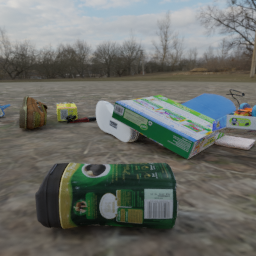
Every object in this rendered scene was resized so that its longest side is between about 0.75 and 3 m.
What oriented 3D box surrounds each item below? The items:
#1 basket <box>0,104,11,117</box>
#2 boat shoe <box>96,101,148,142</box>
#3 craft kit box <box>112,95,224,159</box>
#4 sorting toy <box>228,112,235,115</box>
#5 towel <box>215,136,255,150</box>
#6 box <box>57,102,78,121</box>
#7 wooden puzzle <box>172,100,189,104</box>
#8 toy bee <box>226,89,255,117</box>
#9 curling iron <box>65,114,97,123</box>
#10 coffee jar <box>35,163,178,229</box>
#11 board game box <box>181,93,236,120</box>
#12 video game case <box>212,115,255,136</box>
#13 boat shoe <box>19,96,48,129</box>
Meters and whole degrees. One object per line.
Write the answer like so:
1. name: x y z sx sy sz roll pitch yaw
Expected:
1. basket: -5.624 -0.777 12.140 0.873 0.607 0.770 -29 4 18
2. boat shoe: -0.215 -0.252 9.053 0.887 0.938 2.616 -1 17 -32
3. craft kit box: 1.235 -0.191 7.996 2.481 0.602 2.450 30 28 29
4. sorting toy: 3.849 -0.612 12.243 1.818 0.332 1.682 -9 15 -36
5. towel: 3.023 0.407 7.881 0.901 0.145 0.861 9 14 36
6. box: -2.699 -0.737 12.255 0.844 0.562 2.243 -3 12 -13
7. wooden puzzle: 1.746 -1.150 14.550 2.736 0.551 2.958 -11 11 -40
8. toy bee: 3.951 -0.300 9.496 2.188 1.189 1.432 23 -1 -10
9. curling iron: -1.648 -0.365 11.221 1.724 0.220 0.427 -1 -25 -22
10. coffee jar: -0.283 0.918 3.885 1.830 0.781 0.954 1 13 0
11. board game box: 3.272 -0.675 11.624 2.262 0.440 1.787 -25 40 -23
12. video game case: 2.602 -0.038 6.214 1.167 0.293 1.288 6 -4 4
13. boat shoe: -3.569 -0.541 10.704 0.950 1.005 2.793 2 19 -18
